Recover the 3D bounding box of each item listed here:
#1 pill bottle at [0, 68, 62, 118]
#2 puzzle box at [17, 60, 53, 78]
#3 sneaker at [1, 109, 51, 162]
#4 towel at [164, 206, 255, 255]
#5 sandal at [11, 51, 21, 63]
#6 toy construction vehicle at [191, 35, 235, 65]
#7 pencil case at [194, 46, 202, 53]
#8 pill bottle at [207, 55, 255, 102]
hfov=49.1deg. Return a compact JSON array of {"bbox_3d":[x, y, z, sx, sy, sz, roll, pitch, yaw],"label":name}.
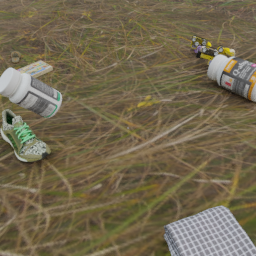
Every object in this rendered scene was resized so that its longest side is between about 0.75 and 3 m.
[{"bbox_3d":[-2.518,-0.891,7.235,0.826,1.461,0.826,-21,55,33],"label":"pill bottle"},{"bbox_3d":[-4.682,-2.845,13.888,1.061,0.203,1.594,29,49,30],"label":"puzzle box"},{"bbox_3d":[-3.666,0.203,9.575,2.640,1.170,1.015,31,49,31],"label":"sneaker"},{"bbox_3d":[2.045,2.993,6.508,1.785,0.922,2.155,-14,43,-15],"label":"towel"},{"bbox_3d":[-6.032,-3.868,14.989,0.487,0.327,1.212,-10,42,-12],"label":"sandal"},{"bbox_3d":[4.361,-3.868,14.595,2.401,0.846,2.090,19,33,1],"label":"toy construction vehicle"},{"bbox_3d":[4.023,-4.480,15.696,0.347,0.341,0.812,22,46,23],"label":"pencil case"},{"bbox_3d":[4.851,-2.263,12.274,1.436,1.436,2.468,-31,49,-31],"label":"pill bottle"}]
